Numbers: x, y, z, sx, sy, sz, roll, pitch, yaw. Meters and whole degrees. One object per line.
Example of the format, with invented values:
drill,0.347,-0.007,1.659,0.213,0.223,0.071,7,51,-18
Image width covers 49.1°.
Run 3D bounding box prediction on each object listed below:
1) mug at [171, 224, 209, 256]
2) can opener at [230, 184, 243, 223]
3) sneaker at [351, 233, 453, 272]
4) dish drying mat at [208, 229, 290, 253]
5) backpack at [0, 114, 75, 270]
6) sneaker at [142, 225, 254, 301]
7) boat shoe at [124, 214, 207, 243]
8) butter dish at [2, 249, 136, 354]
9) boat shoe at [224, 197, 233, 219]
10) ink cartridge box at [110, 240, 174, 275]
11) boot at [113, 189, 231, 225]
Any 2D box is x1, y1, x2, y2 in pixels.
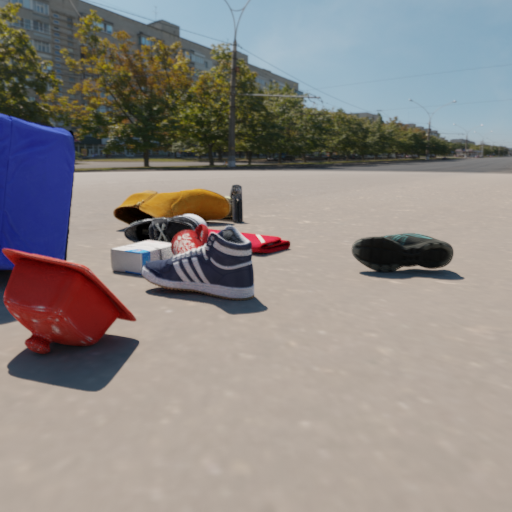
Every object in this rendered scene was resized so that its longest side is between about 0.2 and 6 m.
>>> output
mug,-1.091,-0.092,9.541,0.588,0.783,0.882,-3,26,-18
can opener,-0.580,-1.517,16.350,0.316,1.185,0.396,4,-16,-21
sneaker,2.543,-0.081,9.895,1.716,0.647,0.680,4,20,5
dish drying mat,-0.773,-0.377,12.486,2.993,0.272,1.150,9,15,37
backpack,-4.776,-1.146,9.536,2.675,2.590,3.188,12,-3,-38
sneaker,-0.857,0.013,8.297,1.826,0.991,0.640,9,19,20
boat shoe,-1.989,-0.511,12.035,2.056,0.738,0.697,5,11,34
butter dish,-2.162,0.615,6.051,1.245,0.923,1.249,11,-28,24
boat shoe,-1.244,-1.437,17.038,0.654,0.711,1.990,-25,27,-35
ink cartridge box,-2.010,0.015,10.088,0.720,0.422,0.984,7,12,29
boot,-2.263,-1.171,15.362,2.879,1.013,2.061,7,23,5
